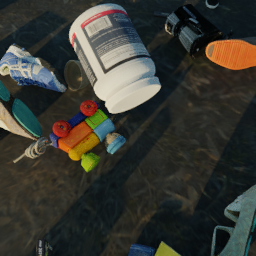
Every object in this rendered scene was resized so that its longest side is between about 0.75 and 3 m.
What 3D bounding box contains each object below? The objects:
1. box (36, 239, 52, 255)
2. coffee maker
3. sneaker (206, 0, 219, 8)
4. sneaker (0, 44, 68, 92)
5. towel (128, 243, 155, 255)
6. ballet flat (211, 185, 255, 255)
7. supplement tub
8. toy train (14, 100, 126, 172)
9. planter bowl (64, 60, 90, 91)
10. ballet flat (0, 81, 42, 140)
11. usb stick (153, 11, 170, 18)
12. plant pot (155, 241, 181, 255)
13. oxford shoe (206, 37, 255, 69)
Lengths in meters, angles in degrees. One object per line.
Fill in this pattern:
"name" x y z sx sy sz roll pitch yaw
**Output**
"box" -1.858 2.894 6.229 0.197 0.803 0.647 -4 55 -4
"coffee maker" 2.593 -3.700 10.688 1.807 1.267 1.881 -10 55 -31
"sneaker" 3.882 -6.064 12.400 0.562 0.861 1.538 18 57 12
"sneaker" -3.198 -1.785 9.458 2.853 1.080 1.099 29 72 25
"towel" 0.236 3.206 6.347 0.586 0.255 1.050 10 56 8
"ballet flat" 2.563 2.306 6.618 0.844 0.913 2.706 19 57 25
"supplement tub" -0.354 -1.883 7.772 1.787 1.787 2.546 -24 81 -16
"toy train" -1.469 0.610 7.728 1.595 1.167 2.756 44 65 11
"planter bowl" -1.599 -1.803 9.477 0.670 0.995 0.995 -17 53 -44
"ballet flat" -3.353 -0.558 7.440 0.877 2.608 0.888 -22 35 13
"usb stick" 1.560 -4.833 11.979 0.960 0.156 0.266 9 55 6
"plant pot" 0.854 3.504 5.465 1.669 1.669 1.783 33 75 21
"oxford shoe" 4.220 -2.796 10.202 2.928 1.044 1.067 5 38 -4
